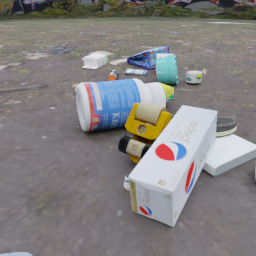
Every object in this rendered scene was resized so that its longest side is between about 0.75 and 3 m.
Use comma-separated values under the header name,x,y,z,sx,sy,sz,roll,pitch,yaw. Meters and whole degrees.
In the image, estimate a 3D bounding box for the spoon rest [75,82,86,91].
name,x,y,z,sx,sy,sz,roll,pitch,yaw
spoon rest,-1.864,-1.599,11.983,0.978,0.597,1.969,2,13,1

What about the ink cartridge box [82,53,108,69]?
name,x,y,z,sx,sy,sz,roll,pitch,yaw
ink cartridge box,-1.961,-3.988,16.611,0.974,0.560,1.664,10,28,20

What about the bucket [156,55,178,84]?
name,x,y,z,sx,sy,sz,roll,pitch,yaw
bucket,1.865,-2.720,13.207,0.919,1.413,1.413,-3,25,12

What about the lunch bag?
name,x,y,z,sx,sy,sz,roll,pitch,yaw
lunch bag,1.125,-4.242,16.837,1.684,1.052,2.236,-23,25,-34

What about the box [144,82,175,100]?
name,x,y,z,sx,sy,sz,roll,pitch,yaw
box,0.936,-1.415,11.072,1.303,0.537,2.221,-6,18,-11

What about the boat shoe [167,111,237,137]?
name,x,y,z,sx,sy,sz,roll,pitch,yaw
boat shoe,2.087,-0.198,8.001,2.175,0.715,0.777,-2,26,-4

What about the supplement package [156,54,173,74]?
name,x,y,z,sx,sy,sz,roll,pitch,yaw
supplement package,1.983,-3.300,14.825,0.948,0.913,1.667,1,27,2

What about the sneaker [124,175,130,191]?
name,x,y,z,sx,sy,sz,roll,pitch,yaw
sneaker,0.304,1.183,6.433,0.829,0.365,0.312,-11,27,-26

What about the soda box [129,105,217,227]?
name,x,y,z,sx,sy,sz,roll,pitch,yaw
soda box,1.135,0.650,6.296,0.947,1.013,2.975,13,38,27

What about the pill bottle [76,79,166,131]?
name,x,y,z,sx,sy,sz,roll,pitch,yaw
pill bottle,-0.218,-0.793,8.980,2.670,1.499,1.499,-9,28,-17

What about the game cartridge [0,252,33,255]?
name,x,y,z,sx,sy,sz,roll,pitch,yaw
game cartridge,-2.208,2.423,4.018,1.704,0.345,1.136,-10,24,-19

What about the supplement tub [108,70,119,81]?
name,x,y,z,sx,sy,sz,roll,pitch,yaw
supplement tub,-0.722,-2.562,13.864,0.464,0.464,0.757,4,26,8

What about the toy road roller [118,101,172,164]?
name,x,y,z,sx,sy,sz,roll,pitch,yaw
toy road roller,0.530,0.189,7.281,0.961,1.564,1.142,20,-3,28

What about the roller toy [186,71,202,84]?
name,x,y,z,sx,sy,sz,roll,pitch,yaw
roller toy,3.172,-2.419,13.451,0.737,0.564,0.808,4,21,14

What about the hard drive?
name,x,y,z,sx,sy,sz,roll,pitch,yaw
hard drive,2.092,0.345,8.117,1.772,0.353,2.687,-16,31,-29

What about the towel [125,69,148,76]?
name,x,y,z,sx,sy,sz,roll,pitch,yaw
towel,0.462,-3.014,15.146,1.172,0.139,0.861,6,25,8
